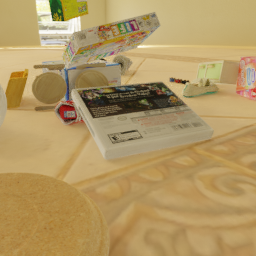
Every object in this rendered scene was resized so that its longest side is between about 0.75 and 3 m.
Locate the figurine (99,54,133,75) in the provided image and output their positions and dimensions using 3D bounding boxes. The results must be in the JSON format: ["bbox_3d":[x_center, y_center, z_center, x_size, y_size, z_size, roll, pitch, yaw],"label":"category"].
[{"bbox_3d":[-1.037,-3.756,16.370,2.662,1.146,2.598,3,16,6],"label":"figurine"}]

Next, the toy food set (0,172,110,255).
[{"bbox_3d":[-1.498,1.259,2.686,2.669,0.649,2.642,-7,21,-18],"label":"toy food set"}]

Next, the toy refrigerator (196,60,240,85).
[{"bbox_3d":[3.672,-2.319,11.787,0.799,0.867,2.284,7,10,-11],"label":"toy refrigerator"}]

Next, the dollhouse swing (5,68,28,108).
[{"bbox_3d":[-4.248,-1.438,9.436,1.398,1.445,1.590,15,14,-23],"label":"dollhouse swing"}]

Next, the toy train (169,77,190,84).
[{"bbox_3d":[2.372,-2.206,13.176,0.269,0.201,1.176,-29,33,-32],"label":"toy train"}]

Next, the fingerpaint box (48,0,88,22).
[{"bbox_3d":[-2.056,-4.459,9.597,0.572,1.300,1.558,11,34,22],"label":"fingerpaint box"}]

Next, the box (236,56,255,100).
[{"bbox_3d":[5.686,-1.881,10.378,2.844,1.460,1.346,-3,20,-11],"label":"box"}]

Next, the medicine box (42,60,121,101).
[{"bbox_3d":[-1.789,-1.878,10.655,2.184,1.234,2.397,-14,24,-34],"label":"medicine box"}]

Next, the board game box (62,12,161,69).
[{"bbox_3d":[-0.511,-2.417,7.813,2.443,0.418,1.642,-23,3,-23],"label":"board game box"}]

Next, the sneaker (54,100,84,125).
[{"bbox_3d":[-1.109,-0.446,7.481,1.843,0.656,1.036,3,14,30],"label":"sneaker"}]

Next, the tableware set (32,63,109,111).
[{"bbox_3d":[-1.849,-1.297,9.155,2.433,1.608,0.488,-4,-13,-9],"label":"tableware set"}]

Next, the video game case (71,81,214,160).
[{"bbox_3d":[0.268,-0.352,6.719,2.675,0.312,2.432,-9,40,-24],"label":"video game case"}]

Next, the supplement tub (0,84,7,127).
[{"bbox_3d":[-4.327,-0.573,6.638,2.416,1.480,1.480,3,20,12],"label":"supplement tub"}]

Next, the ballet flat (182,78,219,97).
[{"bbox_3d":[2.887,-1.630,10.832,2.016,0.700,0.700,-16,25,-38],"label":"ballet flat"}]
